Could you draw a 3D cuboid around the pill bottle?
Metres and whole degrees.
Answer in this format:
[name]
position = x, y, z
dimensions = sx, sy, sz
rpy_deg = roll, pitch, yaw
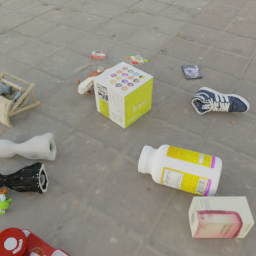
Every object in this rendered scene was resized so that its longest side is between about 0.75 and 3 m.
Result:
[pill bottle]
position = 1.713, 1.353, 9.463
dimensions = 2.590, 1.350, 1.350
rpy_deg = 14, 47, 13

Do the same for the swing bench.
[swing bench]
position = -5.260, -1.284, 12.167
dimensions = 1.912, 1.247, 1.922
rpy_deg = 23, 50, 21

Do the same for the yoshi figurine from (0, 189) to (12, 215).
[yoshi figurine]
position = -4.068, 2.351, 9.101
dimensions = 0.509, 0.507, 0.906
rpy_deg = -11, 49, -20

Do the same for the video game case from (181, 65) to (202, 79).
[video game case]
position = 3.308, -2.910, 14.577
dimensions = 0.815, 0.108, 1.140
rpy_deg = -4, 44, -4

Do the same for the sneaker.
[sneaker]
position = 3.893, -0.993, 12.138
dimensions = 2.355, 0.825, 1.277
rpy_deg = 24, 45, 31

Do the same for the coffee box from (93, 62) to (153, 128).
[coffee box]
position = -0.167, -1.418, 11.897
dimensions = 1.765, 1.785, 1.782
rpy_deg = 33, 54, 28

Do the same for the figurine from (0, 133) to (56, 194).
[figurine]
position = -3.924, 1.215, 9.956
dimensions = 2.287, 1.009, 2.344
rpy_deg = -2, 44, 4

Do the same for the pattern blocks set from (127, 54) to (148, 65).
[pattern blocks set]
position = 0.344, -2.534, 10.342
dimensions = 0.808, 0.074, 0.919
rpy_deg = -2, 35, -27

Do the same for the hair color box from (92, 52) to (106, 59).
[hair color box]
position = -1.629, -4.059, 15.619
dimensions = 0.757, 0.242, 0.420
rpy_deg = 2, 45, 0

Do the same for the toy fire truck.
[toy fire truck]
position = -2.851, 3.869, 7.156
dimensions = 1.977, 1.320, 2.354
rpy_deg = 32, 52, 5

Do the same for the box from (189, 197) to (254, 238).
[box]
position = 2.724, 2.679, 8.381
dimensions = 1.597, 1.021, 0.870
rpy_deg = 0, 45, 0

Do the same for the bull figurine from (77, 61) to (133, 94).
[bull figurine]
position = -1.018, -2.366, 13.090
dimensions = 2.852, 0.929, 1.732
rpy_deg = -24, 6, -30
